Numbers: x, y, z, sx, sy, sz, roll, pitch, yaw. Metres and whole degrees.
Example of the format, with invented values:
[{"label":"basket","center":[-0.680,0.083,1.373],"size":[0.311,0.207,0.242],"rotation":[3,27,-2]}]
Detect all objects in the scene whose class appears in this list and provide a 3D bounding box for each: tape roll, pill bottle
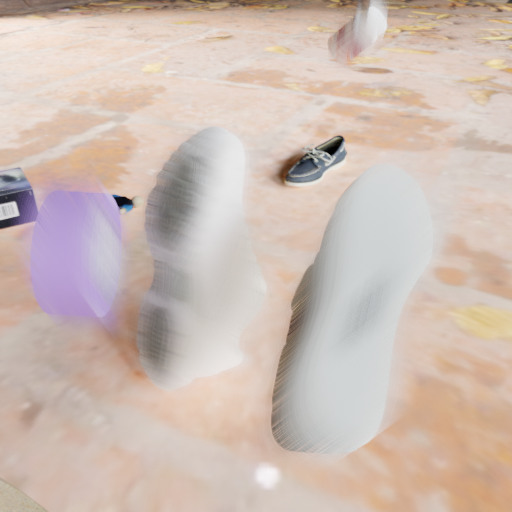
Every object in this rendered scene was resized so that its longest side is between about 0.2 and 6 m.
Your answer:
[{"label":"tape roll","center":[-1.630,-0.016,5.205],"size":[0.490,1.153,1.153],"rotation":[3,33,1]},{"label":"pill bottle","center":[1.380,-3.019,7.664],"size":[0.430,0.430,0.753],"rotation":[-35,6,-41]}]

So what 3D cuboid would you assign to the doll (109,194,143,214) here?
[{"label":"doll","center":[-2.364,-0.831,9.219],"size":[1.024,0.248,0.699],"rotation":[-15,37,-21]}]

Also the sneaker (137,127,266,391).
[{"label":"sneaker","center":[-0.438,0.028,5.864],"size":[1.323,2.662,1.037],"rotation":[1,16,-42]}]

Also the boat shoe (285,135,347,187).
[{"label":"boat shoe","center":[1.141,-1.767,10.381],"size":[0.664,0.548,1.773],"rotation":[26,41,34]}]

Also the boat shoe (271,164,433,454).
[{"label":"boat shoe","center":[0.682,0.317,4.378],"size":[0.865,0.779,2.448],"rotation":[32,60,-12]}]

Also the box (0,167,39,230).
[{"label":"box","center":[-4.148,-0.912,9.014],"size":[1.003,0.618,0.995],"rotation":[-18,36,-26]}]

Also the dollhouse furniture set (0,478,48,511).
[{"label":"dollhouse furniture set","center":[-1.105,2.259,3.054],"size":[2.097,2.120,1.092],"rotation":[38,35,-4]}]
